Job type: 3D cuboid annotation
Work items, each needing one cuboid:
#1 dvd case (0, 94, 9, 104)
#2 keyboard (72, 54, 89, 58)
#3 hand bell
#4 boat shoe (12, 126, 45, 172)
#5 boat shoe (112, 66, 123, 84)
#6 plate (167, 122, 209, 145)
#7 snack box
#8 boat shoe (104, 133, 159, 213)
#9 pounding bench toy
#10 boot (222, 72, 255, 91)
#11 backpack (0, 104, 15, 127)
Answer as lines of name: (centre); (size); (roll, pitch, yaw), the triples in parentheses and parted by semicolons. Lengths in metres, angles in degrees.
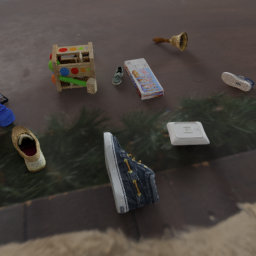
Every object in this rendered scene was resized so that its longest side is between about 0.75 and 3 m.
dvd case: (-6.381, -1.322, 12.668); (1.661, 0.146, 1.185); (29, 50, 28)
keyboard: (-2.415, -4.101, 15.577); (0.872, 0.186, 1.452); (10, 45, 19)
hand bell: (2.325, -5.059, 16.264); (2.016, 1.050, 1.050); (15, 44, 33)
boat shoe: (-3.681, 0.545, 10.234); (0.869, 0.780, 2.349); (-27, 50, -25)
boat shoe: (-0.505, -2.608, 13.842); (0.452, 0.384, 1.243); (8, 44, 8)
plate: (2.304, 0.139, 10.868); (1.429, 0.231, 1.426); (-1, 34, -1)
snack box: (0.720, -2.482, 13.721); (1.073, 0.363, 2.985); (-11, 45, -11)
boat shoe: (0.017, 1.327, 9.312); (1.347, 1.050, 2.968); (-9, 52, -10)
pounding bench toy: (-2.546, -2.545, 12.867); (2.055, 1.637, 2.635); (-6, 44, -6)
boot: (5.289, -2.287, 13.480); (1.496, 0.544, 0.676); (37, 47, 24)
backpack: (-5.168, -0.534, 11.377); (0.967, 0.811, 0.785); (28, 57, 22)
